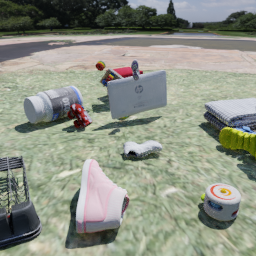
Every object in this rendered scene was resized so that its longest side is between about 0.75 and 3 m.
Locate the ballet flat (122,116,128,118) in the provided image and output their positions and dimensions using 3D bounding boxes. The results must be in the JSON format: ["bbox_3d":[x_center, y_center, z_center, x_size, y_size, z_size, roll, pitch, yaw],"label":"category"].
[{"bbox_3d":[0.052,-0.781,12.217,0.461,0.459,1.374,-4,18,41],"label":"ballet flat"}]

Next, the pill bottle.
[{"bbox_3d":[-3.059,-0.959,11.547,1.233,1.233,2.168,22,31,40],"label":"pill bottle"}]

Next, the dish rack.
[{"bbox_3d":[-3.303,1.566,6.426,2.209,0.785,2.879,-9,23,-22],"label":"dish rack"}]

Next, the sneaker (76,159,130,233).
[{"bbox_3d":[-0.539,1.495,6.476,1.119,0.805,2.140,-2,29,-2],"label":"sneaker"}]

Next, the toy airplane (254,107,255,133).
[{"bbox_3d":[5.233,-0.376,8.355,2.772,2.760,1.956,13,36,32],"label":"toy airplane"}]

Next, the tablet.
[{"bbox_3d":[0.437,-1.343,11.363,2.518,1.639,0.172,-15,30,-16],"label":"tablet"}]

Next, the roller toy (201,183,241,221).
[{"bbox_3d":[2.148,1.649,6.366,0.846,0.591,0.772,0,23,-1],"label":"roller toy"}]

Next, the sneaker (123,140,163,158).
[{"bbox_3d":[0.467,0.724,8.825,1.254,0.467,0.546,-6,35,4],"label":"sneaker"}]

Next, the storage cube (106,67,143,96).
[{"bbox_3d":[-0.201,-2.321,14.552,1.438,1.368,1.600,-17,29,-31],"label":"storage cube"}]

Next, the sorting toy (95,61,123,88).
[{"bbox_3d":[-0.625,-1.963,13.049,2.509,1.209,0.424,36,56,-9],"label":"sorting toy"}]

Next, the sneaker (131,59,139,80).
[{"bbox_3d":[0.273,-2.230,10.645,0.295,0.789,0.393,-1,30,5],"label":"sneaker"}]

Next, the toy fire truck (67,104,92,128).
[{"bbox_3d":[-1.855,-0.516,10.994,0.548,0.978,0.821,-30,7,25],"label":"toy fire truck"}]

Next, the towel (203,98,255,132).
[{"bbox_3d":[4.328,-0.428,10.750,2.273,0.972,1.882,-7,23,-11],"label":"towel"}]

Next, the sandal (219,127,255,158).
[{"bbox_3d":[4.083,0.450,8.850,0.983,0.897,2.257,-11,27,-34],"label":"sandal"}]
